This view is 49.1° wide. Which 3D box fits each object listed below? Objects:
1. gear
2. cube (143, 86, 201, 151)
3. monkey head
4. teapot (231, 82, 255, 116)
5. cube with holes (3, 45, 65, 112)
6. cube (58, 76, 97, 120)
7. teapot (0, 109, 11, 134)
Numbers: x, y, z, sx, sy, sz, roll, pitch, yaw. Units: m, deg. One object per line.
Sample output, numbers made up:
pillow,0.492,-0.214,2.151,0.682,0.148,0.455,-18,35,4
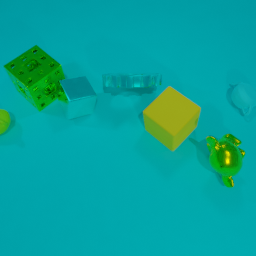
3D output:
gear,0.120,-1.417,8.216,1.712,1.712,0.317,-1,104,0
cube,1.182,-0.236,7.671,1.084,1.084,1.084,40,74,23
monkey head,2.334,0.705,7.067,0.932,1.113,1.547,-38,111,-31
teapot,3.458,-0.963,8.454,0.807,0.635,1.297,10,59,-28
cube with holes,-2.710,-1.485,8.429,1.170,1.170,1.170,40,67,20
cube,-1.494,-0.890,8.177,0.836,0.836,0.836,-16,60,-27
teapot,-3.769,-0.210,7.892,1.257,0.615,0.782,11,76,39
